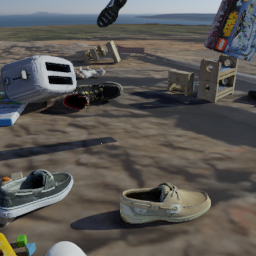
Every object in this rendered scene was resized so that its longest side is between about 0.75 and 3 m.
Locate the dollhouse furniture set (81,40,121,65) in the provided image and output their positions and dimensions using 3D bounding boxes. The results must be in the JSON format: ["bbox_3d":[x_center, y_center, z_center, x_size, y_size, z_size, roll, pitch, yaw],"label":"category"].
[{"bbox_3d":[-1.660,-4.473,17.612,1.966,1.306,1.723,-17,20,17],"label":"dollhouse furniture set"}]

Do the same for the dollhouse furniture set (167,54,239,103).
[{"bbox_3d":[3.059,-2.239,11.634,2.267,1.589,1.598,22,32,40],"label":"dollhouse furniture set"}]

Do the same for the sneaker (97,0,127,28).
[{"bbox_3d":[-0.665,-4.672,11.241,1.765,0.652,0.700,-56,22,-15],"label":"sneaker"}]

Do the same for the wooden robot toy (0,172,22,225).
[{"bbox_3d":[-2.190,1.159,5.334,0.596,0.614,1.353,-1,25,-3],"label":"wooden robot toy"}]

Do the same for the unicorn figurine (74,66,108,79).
[{"bbox_3d":[-1.927,-2.841,14.335,1.614,0.596,1.108,-31,46,-25],"label":"unicorn figurine"}]

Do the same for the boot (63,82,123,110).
[{"bbox_3d":[-1.308,-1.198,10.381,1.988,0.727,1.497,2,23,14],"label":"boot"}]

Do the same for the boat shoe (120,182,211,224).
[{"bbox_3d":[0.700,1.306,5.076,1.702,0.553,0.614,-3,25,-7],"label":"boat shoe"}]

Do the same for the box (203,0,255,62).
[{"bbox_3d":[3.022,-2.950,7.187,1.509,2.204,0.440,6,26,-30],"label":"box"}]

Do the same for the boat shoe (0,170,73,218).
[{"bbox_3d":[-1.627,1.093,5.251,0.608,0.598,1.686,24,22,24],"label":"boat shoe"}]

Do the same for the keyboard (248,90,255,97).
[{"bbox_3d":[5.780,-1.055,10.701,2.318,0.459,1.207,11,4,25],"label":"keyboard"}]

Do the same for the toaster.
[{"bbox_3d":[-3.032,-1.724,10.039,1.657,1.457,2.565,-9,0,29],"label":"toaster"}]

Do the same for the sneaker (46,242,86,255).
[{"bbox_3d":[-0.672,1.953,3.235,0.764,0.899,2.031,-8,25,-14],"label":"sneaker"}]

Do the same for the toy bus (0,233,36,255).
[{"bbox_3d":[-1.956,1.794,4.053,0.997,0.515,0.941,1,24,2],"label":"toy bus"}]

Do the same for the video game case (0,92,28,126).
[{"bbox_3d":[-4.778,-0.743,9.949,2.109,0.262,2.947,-2,24,-5],"label":"video game case"}]
